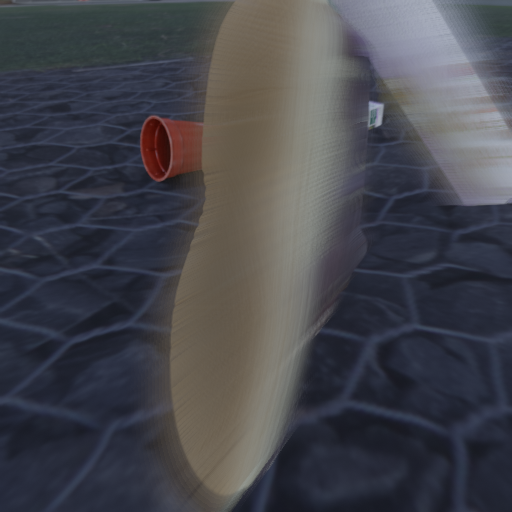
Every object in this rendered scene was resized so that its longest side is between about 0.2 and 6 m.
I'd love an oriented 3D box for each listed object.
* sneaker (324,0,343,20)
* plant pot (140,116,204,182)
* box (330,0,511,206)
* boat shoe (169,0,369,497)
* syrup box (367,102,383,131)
[{"bbox_3d":[0.964,-3.726,7.655,1.341,1.198,3.356,-38,42,10],"label":"sneaker"},{"bbox_3d":[-1.461,-2.155,11.083,1.206,1.240,1.240,-13,31,-36],"label":"plant pot"},{"bbox_3d":[1.847,-1.934,6.024,0.622,3.213,0.666,-45,18,-17],"label":"box"},{"bbox_3d":[0.143,-0.053,2.841,0.807,2.489,0.895,5,2,-38],"label":"boat shoe"},{"bbox_3d":[2.547,-3.393,13.806,0.547,0.529,1.342,25,37,36],"label":"syrup box"}]
